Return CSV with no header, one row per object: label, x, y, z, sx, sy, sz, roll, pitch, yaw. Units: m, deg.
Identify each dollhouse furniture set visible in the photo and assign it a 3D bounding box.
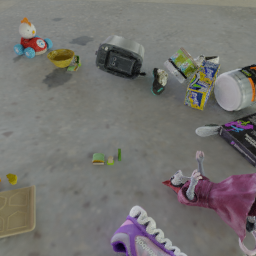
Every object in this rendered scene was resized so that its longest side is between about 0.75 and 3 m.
dollhouse furniture set,-2.794,-3.396,14.683,0.519,0.401,1.038,7,41,9
dollhouse furniture set,-0.745,0.965,9.656,1.021,0.394,0.510,-1,40,-2

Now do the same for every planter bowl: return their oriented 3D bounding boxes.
planter bowl,-3.486,-3.599,14.771,1.425,0.594,1.425,0,40,0

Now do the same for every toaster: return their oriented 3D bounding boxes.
toaster,-0.219,-3.518,13.855,2.667,1.516,1.723,17,40,-3

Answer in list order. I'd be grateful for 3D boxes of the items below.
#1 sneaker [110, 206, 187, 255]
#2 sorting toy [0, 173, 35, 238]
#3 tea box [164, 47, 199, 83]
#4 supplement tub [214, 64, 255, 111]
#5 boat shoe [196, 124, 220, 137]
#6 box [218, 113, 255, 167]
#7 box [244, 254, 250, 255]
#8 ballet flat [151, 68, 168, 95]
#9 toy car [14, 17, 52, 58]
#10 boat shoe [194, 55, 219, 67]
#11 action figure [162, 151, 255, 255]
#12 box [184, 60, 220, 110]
sneaker,0.643,3.254,6.556,1.310,1.192,2.963,-32,45,-23
sorting toy,-3.549,2.235,8.315,1.644,0.295,2.207,-13,42,-8
tea box,2.528,-2.933,13.161,1.148,1.167,0.780,-42,56,16
supplement tub,5.206,-1.814,11.891,2.706,1.658,1.658,-19,44,-19
boat shoe,3.047,0.061,10.769,1.109,0.400,0.393,-3,31,-19
box,5.065,0.243,10.423,2.734,0.493,1.954,-17,44,-21
box,2.649,3.518,6.798,1.088,0.273,0.410,-21,45,-22
ballet flat,1.545,-2.280,13.116,0.682,0.678,1.995,-30,35,32
toy car,-5.416,-5.156,15.596,1.647,1.862,1.716,22,46,23
boat shoe,3.880,-3.535,14.690,1.811,0.595,0.652,0,41,0
action figure,2.363,1.932,8.067,2.860,2.129,1.915,2,15,34
box,3.376,-1.983,12.617,0.874,0.953,2.720,18,44,19
